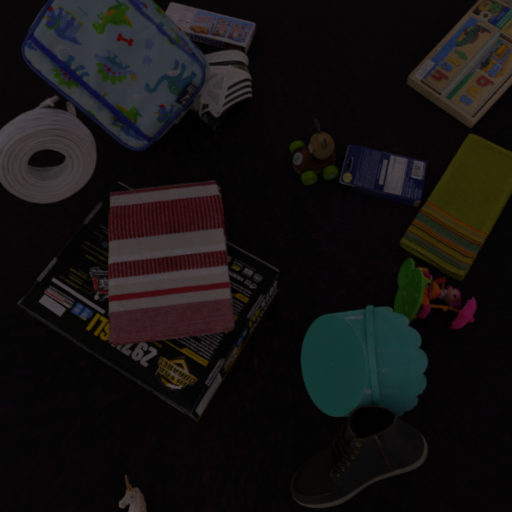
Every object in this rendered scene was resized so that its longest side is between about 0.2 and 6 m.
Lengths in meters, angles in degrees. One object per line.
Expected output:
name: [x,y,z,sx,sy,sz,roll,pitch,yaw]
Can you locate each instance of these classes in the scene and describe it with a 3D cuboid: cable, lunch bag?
cable: [-3.157,-1.477,8.456,1.511,1.511,0.523,-30,54,-5]
lunch bag: [-2.478,-3.495,10.102,2.343,1.202,2.914,-40,111,22]

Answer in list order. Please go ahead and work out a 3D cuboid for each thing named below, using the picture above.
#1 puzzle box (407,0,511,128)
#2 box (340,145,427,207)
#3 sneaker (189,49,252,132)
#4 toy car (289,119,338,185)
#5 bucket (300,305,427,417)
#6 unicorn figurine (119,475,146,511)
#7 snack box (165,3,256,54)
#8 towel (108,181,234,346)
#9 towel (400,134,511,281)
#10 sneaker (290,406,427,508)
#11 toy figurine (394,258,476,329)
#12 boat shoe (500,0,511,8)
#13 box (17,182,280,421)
puzzle box: [4.564,-4.022,11.481,1.673,0.320,2.514,41,86,16]
box: [2.429,-1.557,10.752,1.552,0.251,0.940,15,67,5]
sneaker: [-1.290,-3.130,11.043,2.527,0.954,1.454,-12,72,2]
toy car: [1.122,-2.013,10.506,0.845,1.071,0.880,-15,67,-7]
bucket: [1.546,1.590,8.330,1.124,1.727,1.727,3,62,-32]
unicorn figurine: [-1.770,4.087,8.211,1.396,0.516,0.959,43,62,1]
snack box: [-1.061,-4.996,12.259,1.999,0.243,0.719,17,68,7]
towel: [-1.434,0.057,9.174,1.955,0.309,2.714,-6,65,-2]
towel: [3.944,-1.013,10.514,1.285,0.270,2.986,32,70,12]
sneaker: [1.213,2.751,7.860,2.110,1.121,0.789,-31,36,15]
toy figurine: [3.123,0.740,9.575,1.225,0.999,1.331,17,42,-7]
boat shoe: [5.478,-4.941,11.987,0.695,0.595,1.899,-36,77,20]
box: [-1.721,0.656,9.481,3.442,0.849,2.748,28,71,12]
